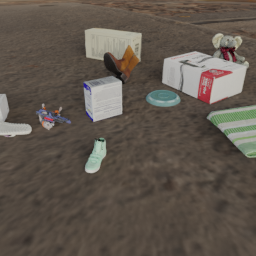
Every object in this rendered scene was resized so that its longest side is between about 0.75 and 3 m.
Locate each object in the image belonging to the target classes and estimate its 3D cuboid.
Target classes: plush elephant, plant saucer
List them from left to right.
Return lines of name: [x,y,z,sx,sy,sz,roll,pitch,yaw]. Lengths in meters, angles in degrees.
plant saucer: [1.335,-1.170,10.634,1.310,0.179,1.310,0,29,0]
plush elephant: [4.951,-3.833,13.833,1.643,1.544,1.995,-4,30,-7]

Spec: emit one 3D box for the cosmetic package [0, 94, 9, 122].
cosmetic package: [-5.002,-0.582,9.119,1.900,0.677,0.964,-4,30,-9]

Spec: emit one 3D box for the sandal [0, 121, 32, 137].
sandal: [-3.549,0.091,8.379,1.248,0.307,0.508,5,43,-17]

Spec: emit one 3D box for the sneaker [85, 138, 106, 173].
sneaker: [-0.833,0.652,7.080,0.371,0.594,1.008,9,32,12]

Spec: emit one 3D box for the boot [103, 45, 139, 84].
boot: [-0.208,-2.982,11.931,0.580,1.595,1.694,-7,45,46]

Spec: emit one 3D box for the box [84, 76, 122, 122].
box: [-0.814,-0.973,9.248,1.117,1.215,0.637,-17,34,-27]

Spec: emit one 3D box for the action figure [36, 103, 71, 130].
action figure: [-2.410,-0.305,9.001,1.103,0.577,1.067,22,34,-16]

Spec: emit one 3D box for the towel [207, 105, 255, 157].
towel: [3.722,-0.006,8.068,2.136,0.328,2.801,-7,24,-4]

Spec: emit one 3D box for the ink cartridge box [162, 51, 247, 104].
ink cartridge box: [2.989,-2.143,11.343,1.966,1.110,2.678,-21,37,-30]

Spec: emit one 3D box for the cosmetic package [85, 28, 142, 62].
cosmetic package: [-0.800,-4.321,14.739,2.913,1.532,1.035,19,33,26]
